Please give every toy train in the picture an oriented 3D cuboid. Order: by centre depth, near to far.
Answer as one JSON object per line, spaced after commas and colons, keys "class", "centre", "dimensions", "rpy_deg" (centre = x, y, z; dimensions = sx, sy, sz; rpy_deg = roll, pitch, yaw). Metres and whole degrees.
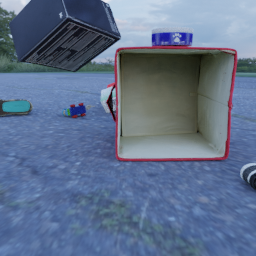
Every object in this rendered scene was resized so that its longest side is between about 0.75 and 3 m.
{"class": "toy train", "centre": [-1.919, -0.683, 10.801], "dimensions": [0.685, 0.501, 1.183], "rpy_deg": [-6, 7, 39]}

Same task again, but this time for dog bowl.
{"class": "dog bowl", "centre": [0.908, -1.865, 5.797], "dimensions": [0.851, 0.335, 0.851], "rpy_deg": [0, 13, 0]}

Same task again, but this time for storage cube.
{"class": "storage cube", "centre": [0.907, -0.723, 6.878], "dimensions": [2.773, 2.370, 2.492], "rpy_deg": [0, 13, 0]}

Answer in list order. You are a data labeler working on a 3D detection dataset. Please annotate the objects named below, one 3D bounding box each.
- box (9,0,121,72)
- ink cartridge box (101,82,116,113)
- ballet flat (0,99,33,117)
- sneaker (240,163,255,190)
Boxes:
{"class": "box", "centre": [-1.834, -2.883, 8.282], "dimensions": [2.239, 1.380, 2.221], "rpy_deg": [-26, -13, 32]}
{"class": "ink cartridge box", "centre": [0.017, -1.900, 12.122], "dimensions": [2.299, 0.716, 2.857], "rpy_deg": [-19, 34, 8]}
{"class": "ballet flat", "centre": [-4.861, -0.747, 10.703], "dimensions": [2.314, 0.785, 0.871], "rpy_deg": [0, -10, -20]}
{"class": "sneaker", "centre": [2.625, 0.855, 4.657], "dimensions": [1.268, 0.463, 0.709], "rpy_deg": [-8, 17, 1]}
